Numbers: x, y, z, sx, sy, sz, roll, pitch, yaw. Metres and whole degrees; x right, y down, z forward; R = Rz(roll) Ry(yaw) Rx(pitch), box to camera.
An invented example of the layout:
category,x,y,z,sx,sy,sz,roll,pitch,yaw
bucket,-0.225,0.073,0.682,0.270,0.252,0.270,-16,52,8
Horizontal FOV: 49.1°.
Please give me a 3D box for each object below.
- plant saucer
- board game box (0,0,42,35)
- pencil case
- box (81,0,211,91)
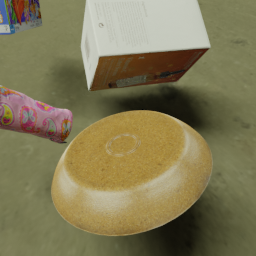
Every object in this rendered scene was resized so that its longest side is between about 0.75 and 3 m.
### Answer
category,x,y,z,sx,sy,sz,roll,pitch,yaw
plant saucer,-0.035,0.415,4.459,2.627,0.465,2.627,-11,34,8
board game box,-2.937,-3.368,7.195,0.537,1.613,2.399,0,25,2
pencil case,-1.934,-0.221,5.343,0.806,1.843,0.806,-13,68,36
box,0.284,-2.004,6.886,2.597,1.978,1.381,-9,78,-15
